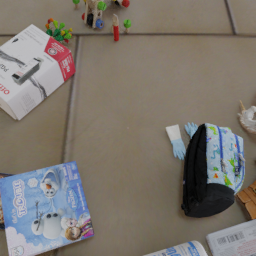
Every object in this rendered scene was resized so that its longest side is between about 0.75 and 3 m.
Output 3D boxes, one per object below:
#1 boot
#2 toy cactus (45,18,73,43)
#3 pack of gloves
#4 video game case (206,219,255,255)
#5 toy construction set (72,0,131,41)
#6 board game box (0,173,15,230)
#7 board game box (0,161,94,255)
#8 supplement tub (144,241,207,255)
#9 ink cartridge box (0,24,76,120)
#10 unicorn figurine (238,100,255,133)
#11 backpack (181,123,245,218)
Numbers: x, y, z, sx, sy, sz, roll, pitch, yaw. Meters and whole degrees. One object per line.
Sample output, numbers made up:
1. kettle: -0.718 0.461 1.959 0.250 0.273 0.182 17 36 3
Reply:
1. boot: 3.807 1.660 8.145 1.406 0.670 1.818 -28 38 11
2. toy cactus: -2.869 -3.640 11.044 1.420 0.726 1.172 33 85 13
3. pack of gloves: 1.878 0.384 8.986 1.036 0.243 1.233 -12 68 -6
4. video game case: 3.653 3.598 7.321 2.524 0.278 2.300 -14 63 -8
5. toy construction set: -0.824 -5.061 10.905 2.225 2.050 2.668 -22 65 -11
6. board game box: -3.357 2.114 8.031 2.257 0.391 1.529 6 62 3
7. board game box: -2.197 2.150 7.544 2.114 0.461 2.124 -13 67 -17
8. supplement tub: 1.074 3.557 6.839 1.759 1.161 1.161 -13 63 -8
9. ink cartridge box: -3.581 -1.986 9.755 2.068 1.168 2.818 36 67 16
10. unicorn figurine: 4.540 -0.001 8.612 0.961 1.788 2.603 -33 82 -24
11. backpack: 2.326 1.054 7.803 1.860 1.973 2.419 -1 58 -6
